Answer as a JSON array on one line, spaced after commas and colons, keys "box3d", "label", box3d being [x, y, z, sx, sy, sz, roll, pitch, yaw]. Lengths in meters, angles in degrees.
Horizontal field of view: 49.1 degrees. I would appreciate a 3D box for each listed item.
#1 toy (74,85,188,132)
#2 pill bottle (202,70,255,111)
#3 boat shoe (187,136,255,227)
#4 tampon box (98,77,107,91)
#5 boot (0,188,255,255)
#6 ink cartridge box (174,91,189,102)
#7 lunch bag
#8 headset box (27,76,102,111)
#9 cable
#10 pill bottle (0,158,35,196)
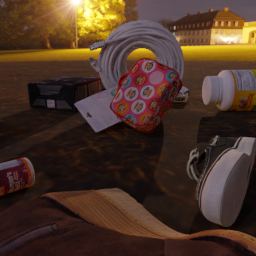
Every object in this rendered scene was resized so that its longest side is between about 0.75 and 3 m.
[{"box3d": [0.106, -0.681, 7.961, 2.818, 0.665, 1.623, -27, 41, -15], "label": "toy"}, {"box3d": [3.779, -1.238, 9.237, 2.446, 1.336, 1.336, -1, 16, -2], "label": "pill bottle"}, {"box3d": [1.267, 0.603, 3.947, 0.779, 0.865, 2.446, 9, 11, 28], "label": "boat shoe"}, {"box3d": [-1.130, -2.146, 13.703, 0.941, 0.594, 0.705, -2, 16, -8], "label": "tampon box"}, {"box3d": [-0.444, 1.235, 1.513, 2.363, 1.028, 2.841, -12, 14, -31], "label": "boot"}, {"box3d": [1.769, -1.306, 11.387, 1.333, 0.289, 1.321, 4, 17, 16], "label": "ink cartridge box"}, {"box3d": [0.334, -0.837, 6.722, 1.447, 1.642, 0.673, 32, -4, 29], "label": "lunch bag"}, {"box3d": [-2.164, -1.346, 10.348, 1.805, 0.937, 2.426, 6, 19, 20], "label": "headset box"}, {"box3d": [0.428, -2.104, 9.449, 2.851, 2.852, 0.987, -24, 23, 12], "label": "cable"}, {"box3d": [-1.821, 0.737, 4.034, 0.828, 0.454, 0.454, -14, 21, -39], "label": "pill bottle"}]
